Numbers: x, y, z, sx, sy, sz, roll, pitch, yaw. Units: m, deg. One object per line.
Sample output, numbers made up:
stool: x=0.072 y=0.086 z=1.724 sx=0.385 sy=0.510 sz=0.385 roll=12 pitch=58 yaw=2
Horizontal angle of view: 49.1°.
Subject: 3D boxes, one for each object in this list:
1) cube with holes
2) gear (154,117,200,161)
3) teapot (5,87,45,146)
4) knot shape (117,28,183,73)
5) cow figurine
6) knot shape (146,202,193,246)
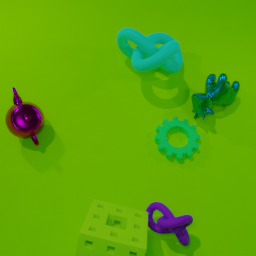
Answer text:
cube with holes: x=-0.316 y=2.257 z=5.307 sx=1.146 sy=1.146 sz=1.146 roll=13 pitch=105 yaw=2
gear: x=1.253 y=0.261 z=7.152 sx=1.132 sy=0.209 sz=1.132 roll=1 pitch=63 yaw=-1
teapot: x=-2.538 y=-0.263 z=6.912 sx=0.939 sy=0.739 sz=1.510 roll=-24 pitch=96 yaw=-24
knot shape: x=0.682 y=-2.034 z=7.524 sx=2.002 sy=0.925 sz=1.873 roll=9 pitch=25 yaw=-10
cow figurine: x=2.278 y=-0.766 z=7.338 sx=1.318 sy=0.723 sz=1.296 roll=17 pitch=88 yaw=-33
knot shape: x=0.899 y=1.939 z=5.712 sx=1.105 sy=1.034 sz=0.510 roll=31 pitch=65 yaw=3
